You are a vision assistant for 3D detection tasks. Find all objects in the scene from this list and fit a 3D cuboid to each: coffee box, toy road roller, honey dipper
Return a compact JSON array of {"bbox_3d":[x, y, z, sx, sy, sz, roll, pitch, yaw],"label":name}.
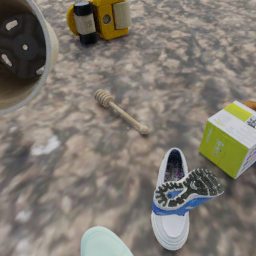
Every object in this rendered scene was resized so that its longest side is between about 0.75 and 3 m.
[{"bbox_3d":[2.887,0.299,7.547,1.285,1.297,1.299,-30,53,-26],"label":"coffee box"},{"bbox_3d":[-1.395,-5.002,12.523,2.744,1.686,2.003,-21,38,-19],"label":"toy road roller"},{"bbox_3d":[-0.222,-0.489,9.000,0.438,0.438,2.306,-33,59,-28],"label":"honey dipper"}]

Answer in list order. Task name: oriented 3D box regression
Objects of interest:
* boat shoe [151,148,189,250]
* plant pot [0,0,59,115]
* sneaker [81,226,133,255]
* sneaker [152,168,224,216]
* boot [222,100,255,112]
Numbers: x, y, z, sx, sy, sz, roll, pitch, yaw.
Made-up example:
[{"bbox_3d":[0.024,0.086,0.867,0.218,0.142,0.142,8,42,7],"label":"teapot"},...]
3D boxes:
[{"bbox_3d":[1.093,1.544,6.659,0.885,0.842,2.458,10,47,9],"label":"boat shoe"},{"bbox_3d":[-2.918,-1.984,6.823,2.839,2.839,2.599,1,17,1],"label":"plant pot"},{"bbox_3d":[-0.144,2.728,4.914,1.059,1.697,2.877,-20,48,-17],"label":"sneaker"},{"bbox_3d":[0.822,0.932,3.949,1.169,0.521,0.459,-9,54,-23],"label":"sneaker"},{"bbox_3d":[3.619,-0.415,8.814,1.264,0.485,0.982,7,45,8],"label":"boot"}]
